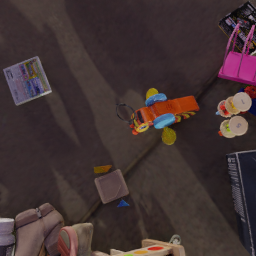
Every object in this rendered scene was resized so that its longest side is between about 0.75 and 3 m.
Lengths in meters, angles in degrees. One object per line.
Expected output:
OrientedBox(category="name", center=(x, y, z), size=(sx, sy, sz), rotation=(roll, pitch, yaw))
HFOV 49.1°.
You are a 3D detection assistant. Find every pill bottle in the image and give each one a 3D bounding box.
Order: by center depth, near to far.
OrientedBox(category="pill bottle", center=(-3.815, 3.598, 7.923), size=(1.087, 1.087, 1.922), rotation=(2, 78, 0))

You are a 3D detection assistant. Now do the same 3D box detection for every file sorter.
OrientedBox(category="file sorter", center=(4.083, -2.216, 8.520), size=(2.086, 1.308, 1.450), rotation=(19, 51, 21))

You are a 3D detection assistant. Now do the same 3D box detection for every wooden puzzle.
OrientedBox(category="wooden puzzle", center=(-0.515, 1.821, 8.786), size=(0.957, 0.166, 1.419), rotation=(-16, 78, 1))

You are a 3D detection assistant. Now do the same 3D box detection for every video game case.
OrientedBox(category="video game case", center=(-3.413, -1.608, 9.505), size=(1.255, 0.152, 1.378), rotation=(-23, 78, -5))

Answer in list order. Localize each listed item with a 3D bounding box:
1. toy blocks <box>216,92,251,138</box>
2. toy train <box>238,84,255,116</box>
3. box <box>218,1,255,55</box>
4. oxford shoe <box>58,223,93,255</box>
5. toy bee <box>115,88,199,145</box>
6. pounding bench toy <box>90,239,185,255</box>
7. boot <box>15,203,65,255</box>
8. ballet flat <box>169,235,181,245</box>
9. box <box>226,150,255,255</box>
OrientedBox(category="toy blocks", center=(2.336, -0.230, 6.537), size=(0.422, 1.162, 0.968), rotation=(14, 81, -4))
OrientedBox(category="toy train", center=(4.789, -0.714, 8.774), size=(2.528, 1.070, 1.463), rotation=(36, 67, 18))
OrientedBox(category="box", center=(4.173, -3.445, 9.773), size=(1.293, 0.400, 1.620), rotation=(-36, 80, -5))
OrientedBox(category="oxford shoe", center=(-1.408, 3.828, 7.753), size=(0.912, 0.951, 2.576), rotation=(30, 116, 44))
OrientedBox(category="toy bee", center=(0.717, -0.423, 8.767), size=(2.797, 1.520, 1.831), rotation=(12, 61, -19))
OrientedBox(category="pounding bench toy", center=(0.123, 4.075, 7.630), size=(2.101, 2.694, 1.674), rotation=(1, 78, -33))
OrientedBox(category="boot", center=(-2.859, 3.225, 7.971), size=(2.248, 0.789, 1.643), rotation=(-21, 58, -25))
OrientedBox(category="ballet flat", center=(1.242, 3.648, 8.301), size=(0.346, 0.327, 1.027), rotation=(31, 80, 6))
OrientedBox(category="box", center=(4.405, 1.861, 7.700), size=(2.742, 1.699, 2.695), rotation=(-8, 81, 9))
